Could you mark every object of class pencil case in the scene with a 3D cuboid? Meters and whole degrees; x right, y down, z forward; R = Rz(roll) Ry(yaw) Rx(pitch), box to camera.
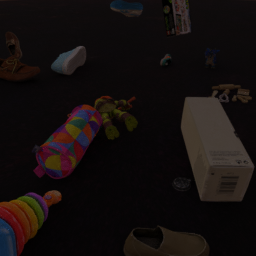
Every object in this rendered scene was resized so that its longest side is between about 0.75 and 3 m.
[{"bbox_3d":[-1.595,0.304,7.861,1.138,1.138,2.574,8,31,14],"label":"pencil case"}]

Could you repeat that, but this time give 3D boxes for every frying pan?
[{"bbox_3d":[1.493,1.379,7.008,0.757,0.123,0.458,-4,32,-1],"label":"frying pan"}]

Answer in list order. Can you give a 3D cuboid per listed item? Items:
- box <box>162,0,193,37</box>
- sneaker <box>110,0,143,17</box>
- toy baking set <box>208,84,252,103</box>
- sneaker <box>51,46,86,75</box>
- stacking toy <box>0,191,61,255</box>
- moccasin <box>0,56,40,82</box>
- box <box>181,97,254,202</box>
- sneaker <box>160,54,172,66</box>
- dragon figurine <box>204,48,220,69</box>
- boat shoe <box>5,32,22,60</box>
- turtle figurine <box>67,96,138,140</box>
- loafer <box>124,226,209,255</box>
[{"bbox_3d":[1.968,-5.222,11.488,0.473,2.725,1.500,3,21,40],"label":"box"},{"bbox_3d":[-0.072,-4.201,9.966,1.157,0.467,0.443,4,69,-11],"label":"sneaker"},{"bbox_3d":[4.167,-1.446,11.596,1.976,0.230,1.516,-1,31,-1],"label":"toy baking set"},{"bbox_3d":[-3.050,-3.612,14.464,1.128,1.017,2.752,11,32,10],"label":"sneaker"},{"bbox_3d":[-2.043,1.764,5.703,1.140,1.078,1.965,13,21,25],"label":"stacking toy"},{"bbox_3d":[-5.456,-2.874,13.091,2.959,1.142,1.082,14,34,22],"label":"moccasin"},{"bbox_3d":[2.160,0.408,7.347,1.018,1.223,2.976,1,37,0],"label":"box"},{"bbox_3d":[2.165,-3.644,15.140,0.478,0.427,1.196,17,41,20],"label":"sneaker"},{"bbox_3d":[4.428,-3.830,14.731,0.656,1.108,2.228,12,33,19],"label":"dragon figurine"},{"bbox_3d":[-3.723,-2.693,9.027,0.369,0.975,0.350,-27,-6,10],"label":"boat shoe"},{"bbox_3d":[-0.563,-0.578,9.525,2.678,0.862,2.159,-15,34,-24],"label":"turtle figurine"},{"bbox_3d":[0.727,2.184,5.217,1.616,0.545,0.614,-1,31,-2],"label":"loafer"}]
